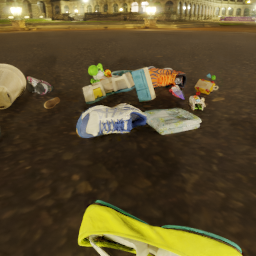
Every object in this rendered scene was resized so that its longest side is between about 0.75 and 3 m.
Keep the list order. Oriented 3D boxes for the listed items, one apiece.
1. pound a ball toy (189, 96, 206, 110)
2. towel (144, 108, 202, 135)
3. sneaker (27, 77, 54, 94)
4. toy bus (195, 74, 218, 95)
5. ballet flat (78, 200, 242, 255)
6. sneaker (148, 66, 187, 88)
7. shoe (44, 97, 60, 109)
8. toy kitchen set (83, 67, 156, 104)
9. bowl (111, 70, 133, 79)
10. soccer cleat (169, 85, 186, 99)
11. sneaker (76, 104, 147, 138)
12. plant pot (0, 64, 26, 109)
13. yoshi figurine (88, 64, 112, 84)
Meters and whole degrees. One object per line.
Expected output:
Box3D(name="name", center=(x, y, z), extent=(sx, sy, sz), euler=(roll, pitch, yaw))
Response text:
Box3D(name="pound a ball toy", center=(2.810, -1.044, 11.097), extent=(0.630, 0.410, 0.966), euler=(0, 24, 1))
Box3D(name="towel", center=(1.445, -0.282, 9.399), extent=(1.593, 0.384, 1.364), euler=(-10, 25, -22))
Box3D(name="sneaker", center=(-4.069, -1.926, 13.008), extent=(1.693, 0.680, 0.731), euler=(30, 26, 35))
Box3D(name="toy bus", center=(3.580, -1.808, 12.669), extent=(1.005, 0.550, 1.065), euler=(-22, 49, 25))
Box3D(name="ballet flat", center=(0.328, 1.849, 4.230), extent=(2.565, 0.857, 0.860), euler=(10, 47, 27))
Box3D(name="sneaker", center=(1.847, -2.397, 13.422), extent=(2.637, 1.023, 1.477), euler=(-20, 29, -38))
Box3D(name="shoe", center=(-3.055, -0.968, 11.135), extent=(0.242, 0.317, 0.906), euler=(-20, 13, 29))
Box3D(name="toy kitchen set", center=(-0.364, -1.443, 11.462), extent=(2.244, 1.322, 1.798), euler=(-9, 16, 35))
Box3D(name="bowl", center=(-0.128, -2.316, 13.610), extent=(1.360, 0.711, 1.360), euler=(0, 23, 0))
Box3D(name="soccer cleat", center=(2.189, -1.505, 12.288), extent=(0.441, 0.411, 1.205), euler=(-28, 32, 5))
Box3D(name="sneaker", center=(-0.422, -0.231, 8.646), extent=(2.389, 0.899, 1.053), euler=(-21, 31, -39))
Box3D(name="plant pot", center=(-4.995, -1.538, 11.118), extent=(1.576, 1.576, 1.443), euler=(-3, 35, -6))
Box3D(name="yoshi figurine", center=(-1.531, -2.764, 14.384), extent=(1.002, 0.998, 1.782), euler=(-19, 26, -23))
